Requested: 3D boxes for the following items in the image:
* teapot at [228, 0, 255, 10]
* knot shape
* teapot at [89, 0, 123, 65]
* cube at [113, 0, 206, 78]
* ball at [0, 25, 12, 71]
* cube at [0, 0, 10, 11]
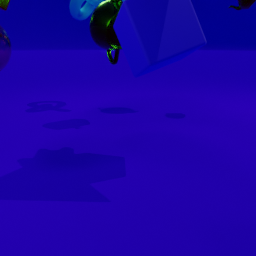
[{"bbox_3d":[3.094,-3.440,7.250,0.551,1.125,0.699,45,45,2],"label":"teapot"},{"bbox_3d":[-0.738,-4.024,8.183,1.867,0.922,1.995,0,50,37],"label":"knot shape"},{"bbox_3d":[-0.263,-2.415,6.563,1.178,1.894,0.927,-13,39,-33],"label":"teapot"},{"bbox_3d":[0.423,-1.394,4.146,0.911,0.911,0.911,-24,5,-10],"label":"cube"},{"bbox_3d":[-1.833,-1.008,3.457,0.735,0.735,0.735,0,17,0],"label":"ball"},{"bbox_3d":[-3.735,-3.885,7.455,1.025,1.025,1.025,26,5,40],"label":"cube"}]
